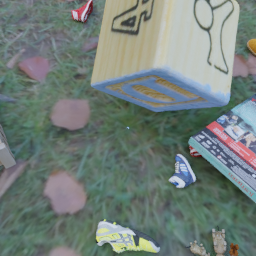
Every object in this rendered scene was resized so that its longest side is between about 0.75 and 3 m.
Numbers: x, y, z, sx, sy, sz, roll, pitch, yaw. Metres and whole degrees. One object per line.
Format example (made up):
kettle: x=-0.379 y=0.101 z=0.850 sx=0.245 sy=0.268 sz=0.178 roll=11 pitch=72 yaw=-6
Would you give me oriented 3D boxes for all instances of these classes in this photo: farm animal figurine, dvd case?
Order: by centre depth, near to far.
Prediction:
farm animal figurine: x=1.624 y=2.439 z=5.387 sx=0.916 sy=0.460 sz=0.739 roll=-26 pitch=40 yaw=-13
dvd case: x=3.104 y=0.322 z=6.650 sx=2.830 sy=0.311 sz=2.066 roll=-30 pitch=60 yaw=-30

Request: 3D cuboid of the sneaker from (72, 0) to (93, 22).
sneaker: x=-1.686 y=-4.286 z=10.108 sx=0.633 sy=0.429 sz=1.095 roll=12 pitch=54 yaw=7

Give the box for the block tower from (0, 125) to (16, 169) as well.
block tower: x=-3.743 y=-0.237 z=7.016 sx=0.855 sy=0.799 sz=2.959 roll=-27 pitch=59 yaw=-17

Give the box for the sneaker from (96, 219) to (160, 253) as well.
sneaker: x=-0.018 y=2.239 z=5.518 sx=1.308 sy=0.493 sz=0.500 roll=11 pitch=62 yaw=20

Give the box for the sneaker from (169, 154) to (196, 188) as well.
sneaker: x=1.141 y=1.004 z=6.436 sx=0.558 sy=0.307 sz=0.763 roll=-19 pitch=62 yaw=-18

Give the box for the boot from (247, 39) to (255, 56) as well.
boot: x=4.845 y=-2.585 z=8.095 sx=2.424 sy=1.735 sz=0.853 roll=36 pitch=61 yaw=23

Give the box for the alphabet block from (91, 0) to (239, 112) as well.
alphabet block: x=0.826 y=-1.843 z=6.300 sx=2.336 sy=2.324 sz=2.379 roll=-1 pitch=75 yaw=49

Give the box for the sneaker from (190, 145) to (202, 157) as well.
sneaker: x=1.983 y=0.376 z=6.847 sx=0.979 sy=0.383 sz=0.565 roll=-1 pitch=56 yaw=-3
